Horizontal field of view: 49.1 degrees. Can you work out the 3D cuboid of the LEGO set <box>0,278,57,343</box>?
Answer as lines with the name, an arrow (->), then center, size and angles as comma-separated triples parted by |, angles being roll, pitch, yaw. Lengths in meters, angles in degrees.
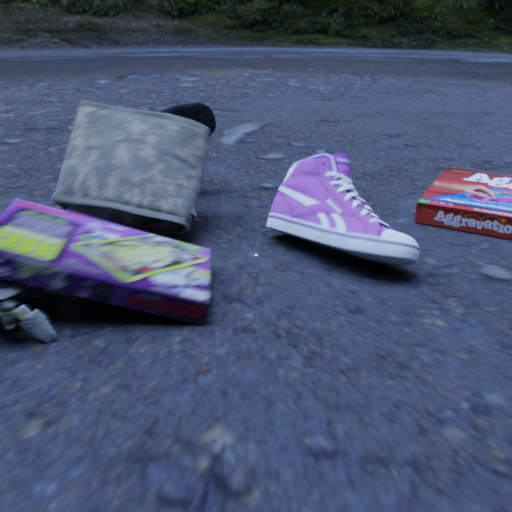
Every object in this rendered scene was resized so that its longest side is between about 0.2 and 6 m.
LEGO set -> -4.005, 0.264, 7.587 | 3.350, 0.950, 2.176 | 8, 25, 12

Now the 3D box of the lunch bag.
lunch bag -> -2.064, -1.491, 9.952 | 2.367, 1.941, 1.392 | 10, -14, 4

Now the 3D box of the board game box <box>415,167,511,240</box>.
board game box -> 5.909, -0.788, 10.472 | 5.196, 0.505, 2.675 | 13, 27, 26

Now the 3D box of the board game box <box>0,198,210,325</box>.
board game box -> -2.116, 0.031, 7.788 | 2.969, 0.480, 1.782 | 15, 27, -10

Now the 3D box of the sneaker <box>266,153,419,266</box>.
sneaker -> 1.470, -0.861, 9.070 | 2.812, 1.603, 1.019 | 21, 0, 35

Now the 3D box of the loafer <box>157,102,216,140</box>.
loafer -> -2.383, -2.267, 11.810 | 3.259, 1.186, 1.178 | -29, 23, -6
